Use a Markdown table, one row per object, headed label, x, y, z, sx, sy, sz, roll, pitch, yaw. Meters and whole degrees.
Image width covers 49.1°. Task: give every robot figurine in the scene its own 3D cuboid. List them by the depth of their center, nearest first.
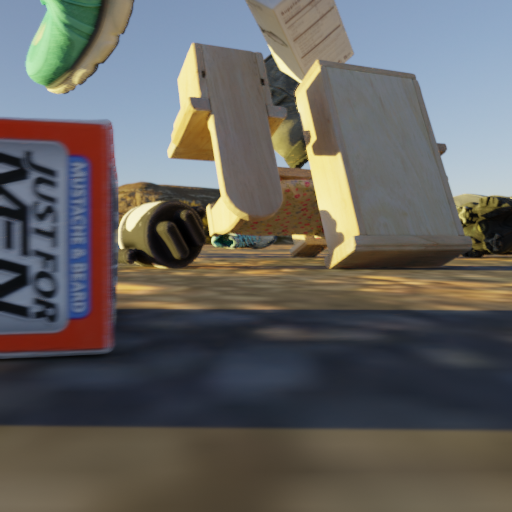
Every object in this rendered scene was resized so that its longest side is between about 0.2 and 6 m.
| label | x | y | z | sx | sy | sz | roll | pitch | yaw |
| --- | --- | --- | --- | --- | --- | --- | --- | --- | --- |
| robot figurine | -0.728 | -0.165 | 4.277 | 0.626 | 0.520 | 0.833 | 9 | -4 | -35 |

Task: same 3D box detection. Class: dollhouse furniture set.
| label | x | y | z | sx | sy | sz | roll | pitch | yaw |
| --- | --- | --- | --- | --- | --- | --- | --- | --- | --- |
| dollhouse furniture set | 0.262 | -0.162 | 5.355 | 2.719 | 1.557 | 3.189 | 0 | -23 | -24 |

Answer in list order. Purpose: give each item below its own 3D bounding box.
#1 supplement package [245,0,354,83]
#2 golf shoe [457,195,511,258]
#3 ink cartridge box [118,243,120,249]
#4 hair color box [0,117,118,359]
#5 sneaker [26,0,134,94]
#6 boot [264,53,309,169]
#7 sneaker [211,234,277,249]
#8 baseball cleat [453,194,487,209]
| label | x | y | z | sx | sy | sz | roll | pitch | yaw |
| --- | --- | --- | --- | --- | --- | --- | --- | --- | --- |
| supplement package | 0.486 | -2.612 | 6.300 | 0.700 | 0.702 | 1.197 | 50 | 0 | 40 |
| golf shoe | 3.542 | -0.415 | 6.440 | 1.151 | 0.947 | 2.436 | -1 | 3 | -33 |
| ink cartridge box | -1.847 | -0.178 | 7.585 | 0.662 | 0.390 | 1.150 | 1 | 2 | 30 |
| hair color box | -0.949 | -0.036 | 1.102 | 1.317 | 0.421 | 0.730 | 1 | 1 | -14 |
| sneaker | -1.818 | -3.078 | 5.344 | 1.362 | 1.326 | 3.421 | 3 | -35 | -30 |
| boot | 0.953 | -3.078 | 10.333 | 2.988 | 1.952 | 1.012 | -44 | 0 | -28 |
| sneaker | -0.374 | -0.464 | 16.671 | 2.022 | 0.785 | 0.873 | -4 | 15 | 18 |
| baseball cleat | 3.319 | -0.513 | 11.337 | 3.345 | 1.166 | 1.780 | -10 | 2 | 27 |
